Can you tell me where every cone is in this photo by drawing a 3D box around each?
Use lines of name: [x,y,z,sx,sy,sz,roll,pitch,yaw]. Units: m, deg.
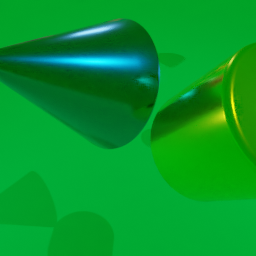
cone: [-0.738,-0.527,2.728,1.499,1.493,1.493,3,31,-45]

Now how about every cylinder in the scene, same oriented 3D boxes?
cylinder: [0.875,0.036,2.280,1.063,1.063,1.063,6,72,-21]
